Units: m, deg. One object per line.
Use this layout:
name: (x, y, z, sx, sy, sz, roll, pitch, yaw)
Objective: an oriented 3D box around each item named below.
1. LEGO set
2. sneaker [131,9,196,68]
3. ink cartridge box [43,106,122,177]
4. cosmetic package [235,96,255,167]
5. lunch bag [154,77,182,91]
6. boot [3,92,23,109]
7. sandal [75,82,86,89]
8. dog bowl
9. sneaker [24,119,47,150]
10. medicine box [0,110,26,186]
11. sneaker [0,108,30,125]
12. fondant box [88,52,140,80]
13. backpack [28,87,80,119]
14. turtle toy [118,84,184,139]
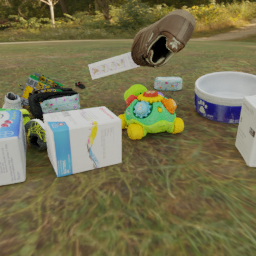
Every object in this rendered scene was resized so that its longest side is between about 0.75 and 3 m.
LEGO set: (-4.086, -1.514, 13.158, 2.016, 1.519, 2.622, 22, 12, -27)
sneaker: (0.674, -2.241, 7.979, 1.053, 1.130, 2.990, 33, -18, -14)
ink cartridge box: (-1.300, 0.311, 8.123, 1.911, 1.396, 1.402, -10, 24, -23)
cosmetic package: (4.173, 0.085, 8.240, 1.424, 1.726, 1.422, 2, 22, 4)
lunch bag: (2.320, -2.629, 16.343, 1.650, 0.636, 1.324, 4, 23, 10)
boot: (-4.885, -1.036, 11.904, 0.798, 1.036, 2.168, -15, 26, -32)
sandal: (-2.847, -2.610, 16.785, 0.441, 0.264, 1.173, -12, 25, -27)
dog bowl: (4.352, -1.387, 12.023, 2.924, 1.152, 2.924, -4, 31, 2)
sneaker: (-3.069, 0.205, 9.343, 1.839, 0.685, 0.778, 19, 29, 39)
medicine box: (-4.175, 0.557, 7.650, 2.543, 1.309, 2.316, -7, 23, -17)
sneaker: (-4.819, -0.075, 9.753, 1.202, 1.065, 2.876, 9, 15, 30)
fondant box: (-0.297, -2.739, 11.868, 2.319, 0.675, 1.673, -13, 13, 18)
backpack: (-2.954, -0.961, 11.430, 1.960, 1.240, 1.635, -11, 23, -25)
turtle toy: (0.680, -0.717, 10.527, 2.137, 1.482, 2.932, -8, 24, -20)
